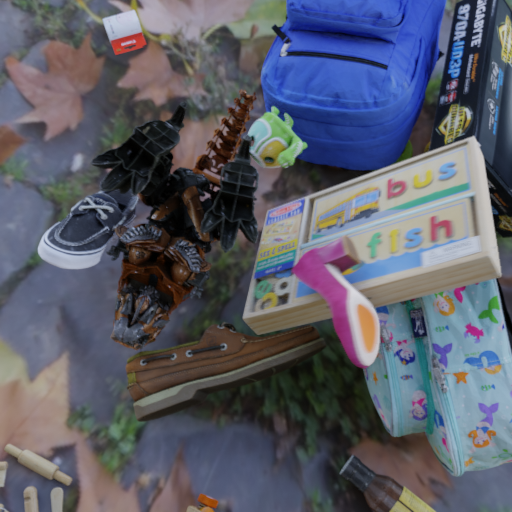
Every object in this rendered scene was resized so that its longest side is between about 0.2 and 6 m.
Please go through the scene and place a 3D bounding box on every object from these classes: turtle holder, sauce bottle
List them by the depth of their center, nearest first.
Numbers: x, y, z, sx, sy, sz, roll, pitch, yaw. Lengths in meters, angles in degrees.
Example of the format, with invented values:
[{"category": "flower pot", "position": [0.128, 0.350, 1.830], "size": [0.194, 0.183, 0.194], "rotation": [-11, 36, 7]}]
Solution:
[{"category": "turtle holder", "position": [0.325, -1.713, 8.762], "size": [0.772, 0.826, 1.088], "rotation": [-41, 69, -1]}, {"category": "sauce bottle", "position": [2.246, 3.970, 8.940], "size": [1.965, 0.636, 0.636], "rotation": [38, 72, 15]}]

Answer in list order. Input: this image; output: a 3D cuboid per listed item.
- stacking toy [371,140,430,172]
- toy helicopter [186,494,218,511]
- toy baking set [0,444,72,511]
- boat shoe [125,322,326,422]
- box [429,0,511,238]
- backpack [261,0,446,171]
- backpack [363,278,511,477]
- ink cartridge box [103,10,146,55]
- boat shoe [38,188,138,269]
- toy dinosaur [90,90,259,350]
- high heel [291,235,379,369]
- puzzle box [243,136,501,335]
[{"category": "stacking toy", "position": [3.191, -1.754, 11.102], "size": [2.280, 1.064, 2.519], "rotation": [15, 67, 6]}, {"category": "toy helicopter", "position": [-0.432, 4.211, 8.669], "size": [1.404, 0.928, 0.554], "rotation": [21, 69, 9]}, {"category": "toy baking set", "position": [-3.764, 4.079, 9.132], "size": [2.026, 0.236, 1.555], "rotation": [20, 71, 8]}, {"category": "boat shoe", "position": [-0.555, 1.682, 9.563], "size": [3.444, 1.239, 1.171], "rotation": [-18, 69, -7]}, {"category": "box", "position": [4.591, -2.640, 10.617], "size": [2.957, 0.856, 3.721], "rotation": [33, 62, -35]}, {"category": "backpack", "position": [1.697, -3.879, 10.785], "size": [3.198, 3.303, 3.936], "rotation": [13, 68, 22]}, {"category": "backpack", "position": [2.897, 1.735, 8.696], "size": [2.372, 2.797, 3.151], "rotation": [-19, 79, 2]}, {"category": "ink cartridge box", "position": [-3.052, -5.199, 13.007], "size": [0.787, 0.276, 0.968], "rotation": [-20, 64, -8]}, {"category": "boat shoe", "position": [-2.599, -0.592, 9.103], "size": [0.918, 2.560, 0.868], "rotation": [26, 114, 5]}, {"category": "toy dinosaur", "position": [-1.283, -0.825, 9.485], "size": [2.438, 3.240, 4.773], "rotation": [5, 75, -5]}, {"category": "high heel", "position": [0.945, 0.667, 7.257], "size": [0.981, 0.689, 2.045], "rotation": [-33, 45, 28]}, {"category": "puzzle box", "position": [1.624, -0.284, 8.538], "size": [3.755, 0.477, 2.498], "rotation": [-18, 39, 30]}]
